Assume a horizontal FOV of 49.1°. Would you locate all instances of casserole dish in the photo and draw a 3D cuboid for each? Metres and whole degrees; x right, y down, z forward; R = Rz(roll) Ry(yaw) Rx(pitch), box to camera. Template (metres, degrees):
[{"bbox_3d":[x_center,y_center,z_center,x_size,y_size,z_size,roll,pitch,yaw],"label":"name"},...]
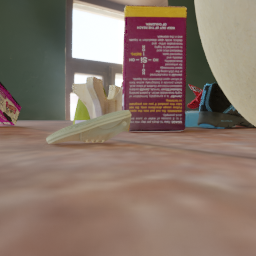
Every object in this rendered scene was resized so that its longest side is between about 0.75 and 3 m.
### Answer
[{"bbox_3d":[1.973,-0.278,8.740,2.599,0.504,1.574,2,3,21],"label":"casserole dish"}]

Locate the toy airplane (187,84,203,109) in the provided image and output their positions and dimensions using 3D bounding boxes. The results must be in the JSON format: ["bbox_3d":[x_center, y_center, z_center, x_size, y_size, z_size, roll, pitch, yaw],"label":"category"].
[{"bbox_3d":[3.046,-0.688,8.653,2.688,0.494,2.688,14,-26,7],"label":"toy airplane"}]

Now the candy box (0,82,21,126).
[{"bbox_3d":[-5.244,-0.862,9.116,2.745,0.837,1.872,1,-30,10],"label":"candy box"}]

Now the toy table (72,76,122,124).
[{"bbox_3d":[-0.565,-0.584,7.217,1.899,1.210,2.065,0,1,7],"label":"toy table"}]

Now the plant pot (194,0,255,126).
[{"bbox_3d":[1.716,-0.833,2.345,2.610,2.610,1.752,0,-35,-1],"label":"plant pot"}]

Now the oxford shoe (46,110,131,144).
[{"bbox_3d":[-0.376,0.044,2.906,0.916,0.265,0.344,-16,13,-15],"label":"oxford shoe"}]

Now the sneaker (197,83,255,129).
[{"bbox_3d":[3.086,-0.592,7.594,2.850,1.167,1.043,-1,4,-35],"label":"sneaker"}]

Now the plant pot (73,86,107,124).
[{"bbox_3d":[-1.269,-0.840,10.064,1.416,1.513,1.416,0,2,0],"label":"plant pot"}]

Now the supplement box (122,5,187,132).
[{"bbox_3d":[0.468,-1.087,5.737,1.178,2.283,1.494,0,2,-3],"label":"supplement box"}]
